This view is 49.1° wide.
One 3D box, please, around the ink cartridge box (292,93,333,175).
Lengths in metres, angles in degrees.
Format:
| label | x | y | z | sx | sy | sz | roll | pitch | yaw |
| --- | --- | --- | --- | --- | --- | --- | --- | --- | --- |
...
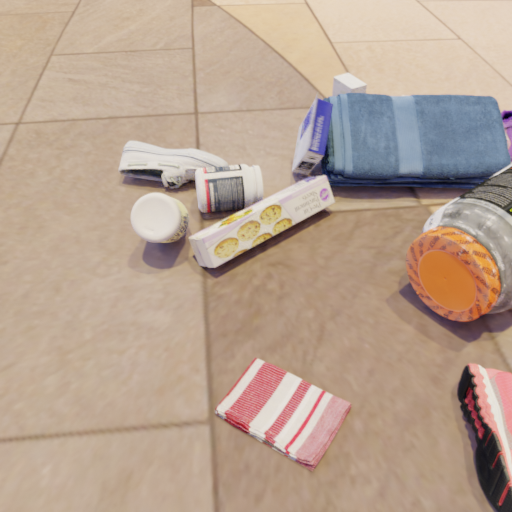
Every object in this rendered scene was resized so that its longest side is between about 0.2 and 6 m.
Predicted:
| label | x | y | z | sx | sy | sz | roll | pitch | yaw |
| --- | --- | --- | --- | --- | --- | --- | --- | --- | --- |
| ink cartridge box | 1.107 | -2.324 | 10.978 | 0.415 | 2.117 | 1.053 | 11 | 86 | -3 |

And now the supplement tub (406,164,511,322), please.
| label | x | y | z | sx | sy | sz | roll | pitch | yaw |
| --- | --- | --- | --- | --- | --- | --- | --- | --- | --- |
| supplement tub | 3.957 | -0.296 | 9.009 | 3.052 | 1.870 | 1.870 | -28 | 49 | -29 |

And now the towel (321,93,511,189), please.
| label | x | y | z | sx | sy | sz | roll | pitch | yaw |
| --- | --- | --- | --- | --- | --- | --- | --- | --- | --- |
| towel | 3.160 | -2.363 | 11.490 | 3.646 | 0.885 | 2.035 | 0 | 72 | 1 |

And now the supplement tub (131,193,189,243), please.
| label | x | y | z | sx | sy | sz | roll | pitch | yaw |
| --- | --- | --- | --- | --- | --- | --- | --- | --- | --- |
| supplement tub | -1.647 | -0.643 | 9.827 | 0.839 | 0.839 | 1.157 | 4 | 1 | 4 |

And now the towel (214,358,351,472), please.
| label | x | y | z | sx | sy | sz | roll | pitch | yaw |
| --- | --- | --- | --- | --- | --- | --- | --- | --- | --- |
| towel | 0.365 | 2.079 | 7.645 | 1.571 | 0.179 | 1.132 | 23 | 46 | 23 |

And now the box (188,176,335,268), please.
| label | x | y | z | sx | sy | sz | roll | pitch | yaw |
| --- | --- | --- | --- | --- | --- | --- | --- | --- | --- |
| box | 0.162 | -0.671 | 10.253 | 2.951 | 0.612 | 0.571 | -28 | 18 | -29 |

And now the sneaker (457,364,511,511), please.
| label | x | y | z | sx | sy | sz | roll | pitch | yaw |
| --- | --- | --- | --- | --- | --- | --- | --- | --- | --- |
| sneaker | 3.234 | 2.234 | 7.022 | 0.915 | 0.778 | 2.111 | 3 | 42 | 2 |

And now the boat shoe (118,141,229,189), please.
| label | x | y | z | sx | sy | sz | roll | pitch | yaw |
| --- | --- | --- | --- | --- | --- | --- | --- | --- | --- |
| boat shoe | -1.719 | -1.743 | 11.582 | 2.295 | 0.844 | 0.766 | 11 | 69 | 13 |

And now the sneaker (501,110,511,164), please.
| label | x | y | z | sx | sy | sz | roll | pitch | yaw |
| --- | --- | --- | --- | --- | --- | --- | --- | --- | --- |
| sneaker | 5.702 | -2.645 | 12.439 | 0.718 | 0.789 | 1.785 | 2 | 43 | 1 |

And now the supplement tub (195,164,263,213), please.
| label | x | y | z | sx | sy | sz | roll | pitch | yaw |
| --- | --- | --- | --- | --- | --- | --- | --- | --- | --- |
| supplement tub | -0.534 | -1.320 | 10.888 | 1.237 | 0.868 | 0.868 | -6 | 42 | -7 |

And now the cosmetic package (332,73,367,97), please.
| label | x | y | z | sx | sy | sz | roll | pitch | yaw |
| --- | --- | --- | --- | --- | --- | --- | --- | --- | --- |
| cosmetic package | 2.299 | -4.003 | 13.940 | 0.482 | 0.785 | 0.782 | -20 | 45 | -21 |
